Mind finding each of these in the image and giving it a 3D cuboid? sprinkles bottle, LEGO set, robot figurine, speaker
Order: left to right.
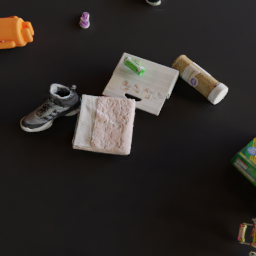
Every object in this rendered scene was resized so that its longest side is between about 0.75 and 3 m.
[{"bbox_3d":[-5.669,-4.523,13.250,2.227,1.299,1.602,-3,99,-2],"label":"robot figurine"},{"bbox_3d":[0.262,-2.618,11.878,0.429,0.429,0.969,-41,71,-21],"label":"speaker"},{"bbox_3d":[3.048,-2.113,12.058,0.861,0.861,2.524,-36,65,-19],"label":"sprinkles bottle"},{"bbox_3d":[4.262,3.250,9.115,0.977,0.791,2.125,49,61,-13],"label":"LEGO set"}]

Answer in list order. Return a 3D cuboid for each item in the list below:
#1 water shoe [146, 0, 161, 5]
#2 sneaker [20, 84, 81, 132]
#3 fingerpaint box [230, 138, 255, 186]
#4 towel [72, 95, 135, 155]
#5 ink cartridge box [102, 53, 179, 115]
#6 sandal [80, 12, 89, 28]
[{"bbox_3d":[1.174,-7.401,15.266,0.640,0.706,1.789,-25,63,-14],"label":"water shoe"},{"bbox_3d":[-3.091,-0.880,10.951,2.606,1.483,0.983,-26,63,-15],"label":"sneaker"},{"bbox_3d":[5.326,1.344,9.993,1.993,0.876,2.389,-33,65,-18],"label":"fingerpaint box"},{"bbox_3d":[-0.901,-0.184,10.931,2.216,0.374,2.321,7,69,1],"label":"towel"},{"bbox_3d":[0.552,-1.842,12.066,2.631,0.573,2.283,22,73,13],"label":"ink cartridge box"},{"bbox_3d":[-2.253,-5.615,14.457,0.466,0.281,1.145,-3,59,-2],"label":"sandal"}]
